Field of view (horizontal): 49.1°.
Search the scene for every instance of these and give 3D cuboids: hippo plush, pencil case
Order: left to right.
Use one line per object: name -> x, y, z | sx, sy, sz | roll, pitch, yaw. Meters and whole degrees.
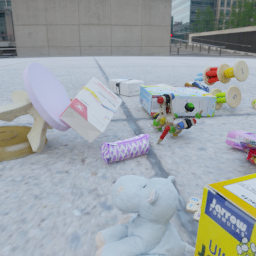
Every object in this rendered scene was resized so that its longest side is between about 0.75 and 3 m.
pencil case -> -0.084, 0.572, 8.282 | 1.530, 0.654, 0.642 | -11, 37, -33
hippo plush -> 0.259, 1.500, 4.280 | 1.762, 1.416, 1.403 | 9, 21, 26

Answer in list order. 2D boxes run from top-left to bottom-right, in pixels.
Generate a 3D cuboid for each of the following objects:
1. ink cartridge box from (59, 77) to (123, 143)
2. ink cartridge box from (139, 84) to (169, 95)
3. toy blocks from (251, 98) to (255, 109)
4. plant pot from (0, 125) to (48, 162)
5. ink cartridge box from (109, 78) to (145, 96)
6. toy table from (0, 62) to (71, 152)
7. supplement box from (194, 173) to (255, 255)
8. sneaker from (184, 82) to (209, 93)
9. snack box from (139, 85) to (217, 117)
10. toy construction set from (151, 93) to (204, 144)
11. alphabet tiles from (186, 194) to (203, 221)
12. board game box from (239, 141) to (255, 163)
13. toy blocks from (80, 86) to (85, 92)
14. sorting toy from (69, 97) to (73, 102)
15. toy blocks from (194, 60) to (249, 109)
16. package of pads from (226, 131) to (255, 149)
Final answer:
ink cartridge box -> -0.998, -0.714, 8.615 | 1.225, 0.710, 2.103 | 40, 42, -12
ink cartridge box -> 2.102, -2.076, 16.584 | 1.908, 0.594, 2.371 | -12, 26, -32
toy blocks -> 6.696, -1.033, 13.382 | 1.153, 0.502, 1.384 | 1, 18, 1
plant pot -> -4.118, 0.397, 9.282 | 2.767, 0.380, 2.767 | -1, 18, 0
ink cartridge box -> -0.085, -2.596, 17.582 | 1.404, 0.818, 1.942 | -16, 24, -39
toy table -> -2.826, -0.636, 8.821 | 2.330, 1.484, 2.534 | 27, 31, -49
supplement box -> 2.528, 1.528, 3.894 | 2.799, 1.533, 1.523 | -6, 19, -25
sneaker -> 4.216, -2.223, 16.129 | 1.217, 1.039, 2.761 | -3, 19, -7
snack box -> 2.241, -1.327, 13.261 | 2.999, 1.015, 2.529 | 0, 18, -9
toy construction set -> 1.415, -0.103, 9.993 | 1.629, 1.501, 1.953 | 35, 46, 9
alphabet tiles -> 1.783, 1.694, 5.834 | 1.060, 0.077, 1.037 | 8, 21, 23
board game box -> 3.658, 0.839, 7.444 | 1.397, 0.344, 1.768 | 20, -5, 29
toy blocks -> -1.777, -2.251, 16.668 | 1.656, 0.601, 1.380 | 8, 20, 38
sorting toy -> -3.359, -1.549, 15.449 | 0.736, 0.178, 1.308 | -7, 20, -20
toy blocks -> 4.388, -2.095, 14.258 | 1.065, 2.444, 2.932 | 26, -12, -29
package of pads -> 3.870, 0.462, 8.716 | 0.833, 0.523, 1.382 | -5, 17, -44
